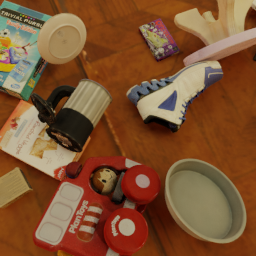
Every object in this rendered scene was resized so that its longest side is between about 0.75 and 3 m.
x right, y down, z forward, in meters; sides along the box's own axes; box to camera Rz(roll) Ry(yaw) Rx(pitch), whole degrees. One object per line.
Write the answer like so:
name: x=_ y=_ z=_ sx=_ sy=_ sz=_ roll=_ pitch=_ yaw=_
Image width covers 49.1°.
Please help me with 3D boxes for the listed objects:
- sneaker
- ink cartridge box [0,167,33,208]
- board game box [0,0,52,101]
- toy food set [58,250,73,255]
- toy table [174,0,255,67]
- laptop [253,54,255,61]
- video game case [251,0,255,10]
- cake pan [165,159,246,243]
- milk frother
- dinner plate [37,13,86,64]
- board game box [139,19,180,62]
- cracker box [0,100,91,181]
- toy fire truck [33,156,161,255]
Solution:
sneaker: x=1.530 y=-0.773 z=8.374 sx=2.815 sy=1.137 sz=1.626 roll=-20 pitch=78 yaw=1
ink cartridge box: x=-3.305 y=1.685 z=7.923 sx=0.925 sy=0.347 sz=0.762 roll=-32 pitch=74 yaw=-9
board game box: x=-3.651 y=-2.545 z=9.062 sx=2.133 sy=0.663 sz=2.826 roll=21 pitch=74 yaw=6
toy food set: x=-0.790 y=3.697 z=7.184 sx=2.183 sy=0.982 sz=1.042 roll=17 pitch=59 yaw=-13
toy table: x=2.780 y=-3.017 z=8.440 sx=2.693 sy=2.476 sz=1.577 roll=-20 pitch=89 yaw=-13
laptop: x=5.286 y=-2.783 z=9.441 sx=1.627 sy=1.007 sz=1.737 roll=24 pitch=103 yaw=8
video game case: x=4.943 y=-4.185 z=9.630 sx=1.366 sy=0.162 sz=1.243 roll=-36 pitch=74 yaw=-28
cake pan: x=1.787 y=1.723 z=6.697 sx=2.146 sy=0.394 sz=2.146 roll=15 pitch=44 yaw=-15
milk frother: x=-1.446 y=-0.607 z=7.199 sx=1.666 sy=1.845 sz=1.736 roll=29 pitch=64 yaw=-2
dinner plate: x=-1.810 y=-2.459 z=7.923 sx=1.539 sy=1.539 sz=0.186 roll=-38 pitch=58 yaw=-11
board game box: x=1.037 y=-2.974 z=9.447 sx=0.842 sy=0.227 sz=1.403 roll=-25 pitch=74 yaw=-12
cracker box: x=-2.471 y=0.378 z=8.154 sx=2.300 sy=0.663 sz=1.541 roll=25 pitch=74 yaw=7
toy fire truck: x=-0.656 y=1.821 z=6.870 sx=2.378 sy=1.588 sz=2.832 roll=22 pitch=53 yaw=0
